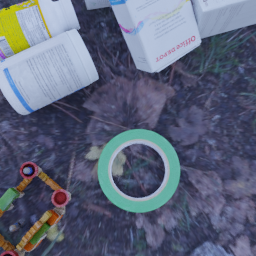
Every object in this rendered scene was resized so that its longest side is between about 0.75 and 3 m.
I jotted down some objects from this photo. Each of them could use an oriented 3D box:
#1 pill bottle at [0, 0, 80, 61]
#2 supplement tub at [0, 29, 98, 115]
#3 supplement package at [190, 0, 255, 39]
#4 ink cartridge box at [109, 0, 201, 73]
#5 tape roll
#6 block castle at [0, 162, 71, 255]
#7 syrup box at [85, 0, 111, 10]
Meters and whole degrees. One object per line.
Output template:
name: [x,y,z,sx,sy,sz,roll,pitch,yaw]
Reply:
pill bottle: [-2.722,-2.876,7.955,2.534,1.321,1.321,-20,80,-5]
supplement tub: [-2.155,-1.496,7.572,2.341,1.545,1.545,-26,80,-5]
supplement package: [2.991,-3.884,7.986,2.778,1.624,1.630,-16,79,-3]
ink cartridge box: [0.700,-2.971,7.386,1.777,1.041,2.459,-33,119,-14]
tape roll: [0.287,1.138,7.571,2.179,0.524,2.179,0,78,-1]
block castle: [-2.673,2.177,7.073,1.555,1.091,2.326,39,81,7]
syrup box: [-0.113,-4.411,8.403,2.495,1.016,0.982,-8,79,-2]
